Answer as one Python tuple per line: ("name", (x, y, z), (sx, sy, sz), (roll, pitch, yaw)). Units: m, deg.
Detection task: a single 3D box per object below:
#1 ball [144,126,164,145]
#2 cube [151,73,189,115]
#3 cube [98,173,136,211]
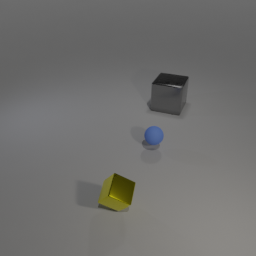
("ball", (0.943, 0.275, 10.164), (0.700, 0.700, 0.700), (0, 32, 0))
("cube", (1.938, -1.606, 13.021), (1.400, 1.400, 1.400), (12, 34, 18))
("cube", (-0.306, 1.775, 7.708), (0.700, 0.700, 0.700), (27, 52, -17))
